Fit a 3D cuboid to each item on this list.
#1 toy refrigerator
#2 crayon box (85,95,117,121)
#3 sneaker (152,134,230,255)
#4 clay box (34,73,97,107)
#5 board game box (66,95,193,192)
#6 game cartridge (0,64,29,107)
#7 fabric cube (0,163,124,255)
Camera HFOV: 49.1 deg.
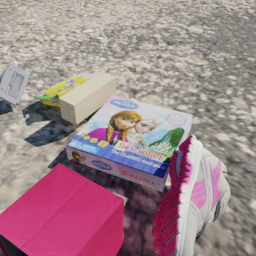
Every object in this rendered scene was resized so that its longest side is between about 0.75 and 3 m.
[{"bbox_3d":[-1.186,-0.964,8.529,0.666,0.722,1.903,25,47,25],"label":"toy refrigerator"},{"bbox_3d":[-1.079,-0.797,9.167,0.849,0.348,1.350,30,49,31],"label":"crayon box"},{"bbox_3d":[1.411,1.518,5.649,1.285,1.185,2.912,27,56,-5],"label":"sneaker"},{"bbox_3d":[-2.000,-1.259,9.401,1.177,0.488,2.048,12,38,44],"label":"clay box"},{"bbox_3d":[0.149,0.223,7.755,2.655,0.546,2.649,16,42,18],"label":"board game box"},{"bbox_3d":[-3.743,-1.404,9.055,0.252,0.821,1.233,-2,65,34],"label":"game cartridge"},{"bbox_3d":[-1.108,1.900,4.929,1.577,1.547,1.572,22,42,25],"label":"fabric cube"}]
